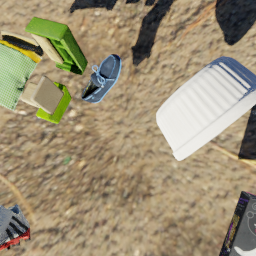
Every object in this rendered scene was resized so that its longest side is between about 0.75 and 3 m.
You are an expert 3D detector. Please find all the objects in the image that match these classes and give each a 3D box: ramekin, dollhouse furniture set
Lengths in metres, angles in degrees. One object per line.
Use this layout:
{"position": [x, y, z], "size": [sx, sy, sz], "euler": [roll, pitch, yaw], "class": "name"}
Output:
{"position": [1.533, -0.430, 5.485], "size": [2.206, 2.206, 1.027], "euler": [-37, 81, -9], "class": "ramekin"}
{"position": [-2.410, -1.338, 5.860], "size": [2.558, 1.284, 1.676], "euler": [20, 76, 19], "class": "dollhouse furniture set"}

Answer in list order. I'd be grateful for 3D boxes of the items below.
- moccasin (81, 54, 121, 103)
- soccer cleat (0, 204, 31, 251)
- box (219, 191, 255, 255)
{"position": [-0.405, -0.686, 4.137], "size": [0.310, 0.909, 0.366], "euler": [-4, 48, -42], "class": "moccasin"}
{"position": [-2.195, 1.658, 4.506], "size": [0.636, 1.854, 0.790], "euler": [-24, 78, 5], "class": "soccer cleat"}
{"position": [2.531, 2.417, 5.387], "size": [1.234, 1.071, 2.019], "euler": [20, 91, 15], "class": "box"}
